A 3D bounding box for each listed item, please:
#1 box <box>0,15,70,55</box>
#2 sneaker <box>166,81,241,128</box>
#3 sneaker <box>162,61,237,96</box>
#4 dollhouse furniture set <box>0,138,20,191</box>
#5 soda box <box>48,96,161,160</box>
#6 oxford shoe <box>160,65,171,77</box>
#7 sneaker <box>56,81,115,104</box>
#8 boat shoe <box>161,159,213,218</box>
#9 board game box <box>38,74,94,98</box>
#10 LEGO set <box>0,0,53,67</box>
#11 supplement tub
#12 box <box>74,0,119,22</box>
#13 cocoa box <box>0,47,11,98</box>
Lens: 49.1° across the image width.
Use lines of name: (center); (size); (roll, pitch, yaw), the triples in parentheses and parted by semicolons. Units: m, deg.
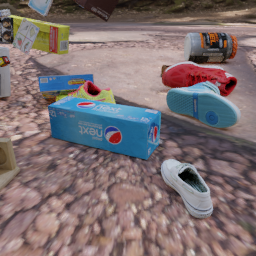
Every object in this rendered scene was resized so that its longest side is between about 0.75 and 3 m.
box: (-2.734, -2.715, 8.108); (2.145, 0.807, 0.537); (18, 25, 17)
sneaker: (2.433, -0.795, 8.065); (1.547, 0.943, 2.370); (-20, 32, -34)
sneaker: (2.706, -1.777, 10.122); (2.717, 1.064, 1.569); (-8, 24, -15)
dollhouse furniture set: (-3.155, 0.264, 4.616); (1.774, 1.865, 1.520); (3, 25, 10)
soda box: (-0.575, -0.070, 6.525); (2.550, 0.865, 0.818); (11, 27, 23)
oxford shoe: (2.314, -2.512, 12.256); (1.739, 0.620, 0.620); (3, 23, 1)
sneaker: (-1.238, -0.909, 8.188); (2.252, 1.017, 0.880); (11, 28, 30)
boat shoe: (1.036, 0.867, 4.888); (0.568, 0.516, 1.545); (-8, 26, -17)
board game box: (-1.983, -1.335, 9.066); (1.624, 0.454, 1.590); (-6, 0, -12)
LEGO set: (-3.075, -2.836, 6.879); (1.894, 2.535, 0.622); (35, 22, 3)
supplement tub: (4.395, -4.315, 15.048); (2.541, 1.557, 1.557); (-1, 24, -2)
box: (-0.572, -4.043, 7.646); (0.953, 1.903, 0.713); (10, 32, -49)
cocoa box: (-5.510, -1.996, 9.476); (2.594, 1.730, 1.702); (15, 20, 30)
